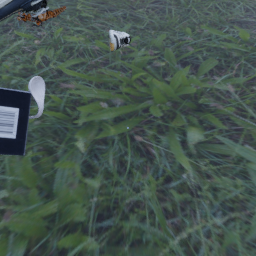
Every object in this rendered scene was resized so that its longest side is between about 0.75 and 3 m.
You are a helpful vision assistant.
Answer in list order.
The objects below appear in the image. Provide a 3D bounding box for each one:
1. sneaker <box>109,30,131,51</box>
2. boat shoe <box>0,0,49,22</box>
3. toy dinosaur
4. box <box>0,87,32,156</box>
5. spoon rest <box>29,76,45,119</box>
[{"bbox_3d":[-0.231,-2.718,8.557,0.660,0.569,1.505,1,27,0],"label":"sneaker"},{"bbox_3d":[-2.187,-3.020,6.293,2.586,0.799,0.968,-43,52,-6],"label":"boat shoe"},{"bbox_3d":[-2.845,-3.863,9.124,1.576,1.070,0.805,-12,23,-16],"label":"toy dinosaur"},{"bbox_3d":[-2.528,-0.193,5.628,0.866,1.201,1.618,6,3,-26],"label":"box"},{"bbox_3d":[-1.947,-0.639,5.997,0.281,0.928,0.461,13,14,21],"label":"spoon rest"}]
